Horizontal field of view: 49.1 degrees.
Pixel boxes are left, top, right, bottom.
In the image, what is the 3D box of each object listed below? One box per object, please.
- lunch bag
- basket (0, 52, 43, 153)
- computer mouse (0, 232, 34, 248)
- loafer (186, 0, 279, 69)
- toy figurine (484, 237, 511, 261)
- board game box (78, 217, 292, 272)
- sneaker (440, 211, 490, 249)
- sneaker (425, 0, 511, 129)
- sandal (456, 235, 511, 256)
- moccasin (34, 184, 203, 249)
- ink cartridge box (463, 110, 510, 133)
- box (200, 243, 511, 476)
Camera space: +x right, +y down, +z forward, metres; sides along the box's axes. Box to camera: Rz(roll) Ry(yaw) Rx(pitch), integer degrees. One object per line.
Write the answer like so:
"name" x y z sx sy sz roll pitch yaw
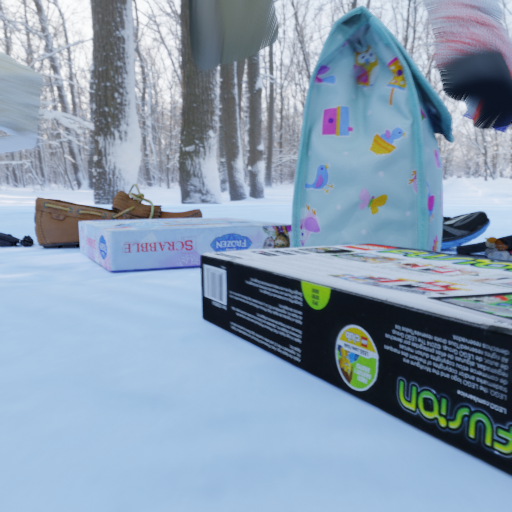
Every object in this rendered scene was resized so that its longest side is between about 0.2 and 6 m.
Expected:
"lunch bag" 1.471 -1.222 6.844 1.791 2.937 2.502 1 6 21
"basket" -4.091 -2.363 7.864 1.861 1.148 1.261 30 24 11
"computer mouse" -4.887 -0.333 10.678 1.218 0.321 0.844 -2 8 -20
"loafer" -0.286 -2.709 5.376 0.800 2.371 0.902 0 -26 -12
"toy figurine" 3.394 -0.044 7.376 0.701 0.495 0.712 1 7 11
"board game box" -1.187 -0.259 8.851 2.782 0.572 2.775 -3 7 -24
"sneaker" 2.856 -0.664 10.157 2.630 1.090 0.933 2 8 15
"sneaker" 2.697 -2.375 6.559 0.842 1.351 2.521 -13 -8 35
"sandal" 4.212 -0.110 8.581 2.217 0.500 0.833 -14 -9 40
"moccasin" -2.579 -0.784 10.704 3.111 1.201 1.138 -1 7 -7
"ink cartridge box" 4.411 -2.828 10.250 0.900 0.911 0.214 36 2 35
"box" 1.084 0.357 3.500 1.786 0.563 3.245 -3 7 -28
